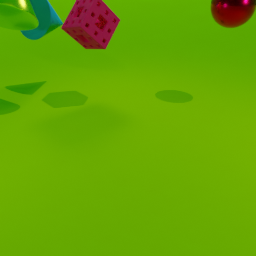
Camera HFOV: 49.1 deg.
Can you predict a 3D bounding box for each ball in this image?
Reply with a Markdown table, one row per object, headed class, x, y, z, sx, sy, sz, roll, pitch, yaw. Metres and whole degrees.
| class | x | y | z | sx | sy | sz | roll | pitch | yaw |
| --- | --- | --- | --- | --- | --- | --- | --- | --- | --- |
| ball | 3.175 | -3.712 | 8.453 | 1.322 | 1.322 | 1.322 | 0 | 28 | 0 |

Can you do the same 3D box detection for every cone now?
| class | x | y | z | sx | sy | sz | roll | pitch | yaw |
| --- | --- | --- | --- | --- | --- | --- | --- | --- | --- |
| cone | -2.809 | -3.832 | 9.957 | 1.523 | 1.523 | 1.528 | 14 | 15 | 24 |
| cone | -3.162 | -3.731 | 7.564 | 1.579 | 1.585 | 1.579 | 4 | -4 | 0 |

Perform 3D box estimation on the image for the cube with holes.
| class | x | y | z | sx | sy | sz | roll | pitch | yaw |
| --- | --- | --- | --- | --- | --- | --- | --- | --- | --- |
| cube with holes | -1.134 | -3.184 | 8.582 | 1.076 | 1.076 | 1.076 | 17 | -12 | 45 |
